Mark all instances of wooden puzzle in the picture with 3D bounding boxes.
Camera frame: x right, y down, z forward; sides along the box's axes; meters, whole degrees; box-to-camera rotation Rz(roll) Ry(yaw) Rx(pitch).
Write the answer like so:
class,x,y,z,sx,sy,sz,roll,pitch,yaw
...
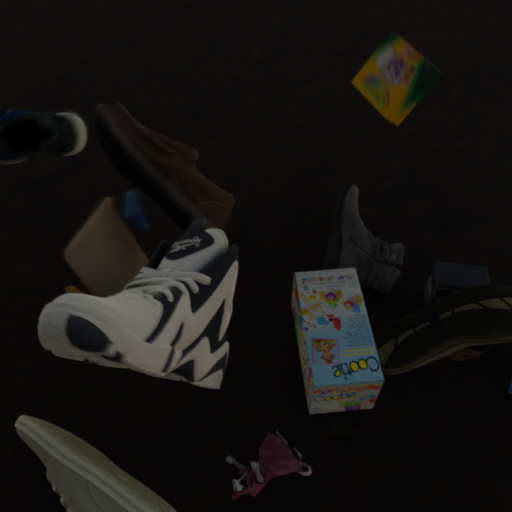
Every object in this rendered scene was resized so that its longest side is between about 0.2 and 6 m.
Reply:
class,x,y,z,sx,sy,sz,roll,pitch,yaw
wooden puzzle,-2.116,0.177,8.222,0.309,1.782,2.641,-14,23,19

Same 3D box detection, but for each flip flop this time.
class,x,y,z,sx,sy,sz,roll,pitch,yaw
flip flop,2.852,1.155,8.066,2.443,0.703,0.991,-24,42,12

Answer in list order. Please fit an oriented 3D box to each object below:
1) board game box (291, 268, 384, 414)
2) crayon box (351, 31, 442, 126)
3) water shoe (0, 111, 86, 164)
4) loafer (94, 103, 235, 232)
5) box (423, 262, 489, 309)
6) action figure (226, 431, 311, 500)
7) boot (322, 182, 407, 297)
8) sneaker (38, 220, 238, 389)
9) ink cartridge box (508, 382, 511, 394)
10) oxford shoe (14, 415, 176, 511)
class,x,y,z,sx,sy,sz,roll,pitch,yaw
board game box,1.098,1.195,8.019,0.950,0.933,1.812,-4,52,-3
crayon box,2.402,-3.092,9.730,0.373,1.103,1.278,17,34,-41
water shoe,-3.418,-1.728,7.894,2.125,0.760,0.838,-1,7,26
loafer,-1.397,-1.370,8.719,2.687,0.981,0.954,47,67,-7
box,3.065,0.540,8.642,0.785,0.772,0.487,6,52,4
action figure,0.080,2.771,7.180,0.990,0.663,0.737,-43,106,-15
boot,1.882,-0.270,9.441,1.309,0.694,1.989,12,63,6
sneaker,-1.153,0.375,6.802,1.303,3.265,2.124,2,73,29
ink cartridge box,4.326,1.432,7.821,0.951,0.955,1.302,27,56,20
oxford shoe,-2.085,2.808,6.825,2.607,0.980,0.753,29,79,20
